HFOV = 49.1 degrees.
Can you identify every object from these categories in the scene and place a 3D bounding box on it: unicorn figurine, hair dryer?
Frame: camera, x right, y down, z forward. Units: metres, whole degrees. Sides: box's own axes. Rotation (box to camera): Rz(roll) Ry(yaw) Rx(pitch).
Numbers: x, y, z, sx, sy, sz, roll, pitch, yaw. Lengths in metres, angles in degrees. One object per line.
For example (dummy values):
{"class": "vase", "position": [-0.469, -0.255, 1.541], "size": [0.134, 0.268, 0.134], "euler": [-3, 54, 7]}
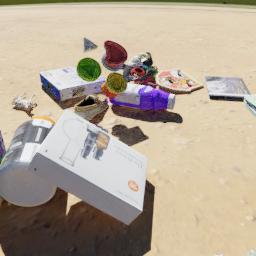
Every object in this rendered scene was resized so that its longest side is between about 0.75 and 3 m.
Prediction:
{"class": "unicorn figurine", "position": [-4.425, -1.106, 12.170], "size": [1.459, 0.539, 1.002], "euler": [-4, 38, 23]}
{"class": "hair dryer", "position": [0.854, -2.110, 13.062], "size": [1.569, 0.559, 2.060], "euler": [-17, -14, 18]}

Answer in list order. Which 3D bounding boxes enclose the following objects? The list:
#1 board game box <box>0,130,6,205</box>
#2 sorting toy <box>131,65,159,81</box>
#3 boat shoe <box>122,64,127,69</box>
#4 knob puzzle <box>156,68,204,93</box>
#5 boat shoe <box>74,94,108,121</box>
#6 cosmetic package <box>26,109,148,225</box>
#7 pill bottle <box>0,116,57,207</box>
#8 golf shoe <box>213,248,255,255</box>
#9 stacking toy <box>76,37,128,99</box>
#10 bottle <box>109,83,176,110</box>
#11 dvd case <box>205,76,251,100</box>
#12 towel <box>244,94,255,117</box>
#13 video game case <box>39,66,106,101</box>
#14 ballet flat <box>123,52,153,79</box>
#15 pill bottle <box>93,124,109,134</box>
{"class": "board game box", "position": [-3.995, 1.420, 6.841], "size": [1.466, 1.493, 2.847], "euler": [-5, 31, -8]}
{"class": "sorting toy", "position": [0.893, -2.786, 14.951], "size": [1.626, 0.667, 0.977], "euler": [7, 44, -12]}
{"class": "boat shoe", "position": [-0.368, -3.767, 16.764], "size": [0.996, 0.323, 0.365], "euler": [4, 31, 7]}
{"class": "knob puzzle", "position": [2.406, -2.490, 14.201], "size": [2.476, 0.343, 2.476], "euler": [5, 39, -4]}
{"class": "boat shoe", "position": [-1.483, -1.003, 11.649], "size": [0.852, 0.764, 2.303], "euler": [10, 32, 17]}
{"class": "cosmetic package", "position": [-0.837, 0.907, 7.195], "size": [2.764, 0.714, 2.084], "euler": [32, 32, -11]}
{"class": "pill bottle", "position": [-2.653, 0.718, 8.022], "size": [1.500, 1.500, 2.824], "euler": [-4, 31, -6]}
{"class": "golf shoe", "position": [2.339, 2.913, 5.166], "size": [2.469, 0.967, 1.200], "euler": [-10, 49, -5]}
{"class": "stacking toy", "position": [-1.060, -2.329, 11.013], "size": [2.019, 0.942, 2.230], "euler": [13, 67, -20]}
{"class": "bottle", "position": [0.609, -1.323, 12.040], "size": [2.803, 0.915, 1.171], "euler": [12, 34, 19]}
{"class": "dvd case", "position": [4.907, -2.045, 13.967], "size": [1.950, 0.210, 2.623], "euler": [5, 31, 8]}
{"class": "towel", "position": [6.082, -0.830, 11.603], "size": [1.878, 0.528, 2.195], "euler": [-3, 31, -4]}
{"class": "video game case", "position": [-2.733, -2.342, 14.036], "size": [2.527, 0.634, 2.788], "euler": [-19, 35, -28]}
{"class": "ballet flat", "position": [0.578, -3.710, 16.005], "size": [1.070, 1.070, 2.928], "euler": [17, 35, 26]}
{"class": "pill bottle", "position": [-1.183, 0.139, 9.960], "size": [0.940, 0.528, 0.528], "euler": [13, 33, 20]}
